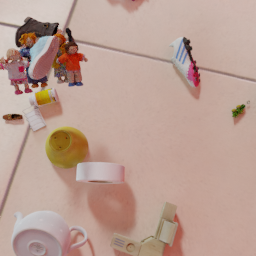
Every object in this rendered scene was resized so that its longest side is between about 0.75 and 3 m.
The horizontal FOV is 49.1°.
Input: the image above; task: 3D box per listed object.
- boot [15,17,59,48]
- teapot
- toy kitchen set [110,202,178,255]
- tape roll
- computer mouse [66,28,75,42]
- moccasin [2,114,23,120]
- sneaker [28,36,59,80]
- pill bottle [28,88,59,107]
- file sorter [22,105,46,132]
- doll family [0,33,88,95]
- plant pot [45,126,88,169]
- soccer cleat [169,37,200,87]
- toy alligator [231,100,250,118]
[{"bbox_3d":[-4.113,-4.274,12.746,1.577,0.627,1.812,18,73,6],"label":"boot"},{"bbox_3d":[-2.911,3.773,10.054,2.135,1.580,2.163,-30,104,16],"label":"teapot"},{"bbox_3d":[0.614,3.510,9.978,1.936,1.751,2.146,19,75,5],"label":"toy kitchen set"},{"bbox_3d":[-1.011,1.712,10.467,1.806,1.806,0.632,2,74,0],"label":"tape roll"},{"bbox_3d":[-3.248,-3.820,12.609,1.707,0.936,0.374,-17,40,2],"label":"computer mouse"},{"bbox_3d":[-4.903,-0.472,11.840,0.820,0.316,0.300,3,74,1],"label":"moccasin"},{"bbox_3d":[-2.627,-2.070,8.281,0.681,0.614,1.662,5,53,17],"label":"sneaker"},{"bbox_3d":[-3.586,-1.277,11.902,1.149,0.627,0.627,-16,75,-5],"label":"pill bottle"},{"bbox_3d":[-3.929,-0.409,11.709,0.606,0.544,0.873,-28,77,-7],"label":"file sorter"},{"bbox_3d":[-2.815,-2.266,9.345,2.814,1.747,1.268,-12,30,-17],"label":"doll family"},{"bbox_3d":[-2.518,0.659,11.044,1.751,1.243,1.751,0,75,0],"label":"plant pot"},{"bbox_3d":[2.472,-2.816,12.352,0.996,0.806,2.306,-16,86,33],"label":"soccer cleat"},{"bbox_3d":[4.773,-0.806,11.974,1.147,0.276,0.380,-35,104,-18],"label":"toy alligator"}]
